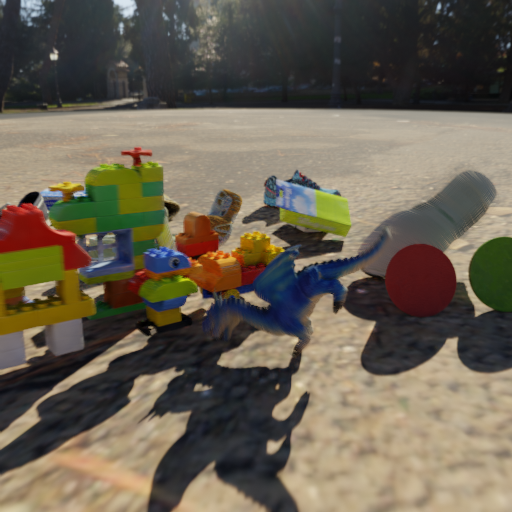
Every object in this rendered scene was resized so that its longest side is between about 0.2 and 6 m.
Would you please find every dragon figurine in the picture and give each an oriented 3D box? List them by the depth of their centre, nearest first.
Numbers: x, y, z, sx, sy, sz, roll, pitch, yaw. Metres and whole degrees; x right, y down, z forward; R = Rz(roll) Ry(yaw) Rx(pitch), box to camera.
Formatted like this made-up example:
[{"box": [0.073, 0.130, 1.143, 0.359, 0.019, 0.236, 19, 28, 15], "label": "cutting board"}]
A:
[{"box": [0.444, 0.344, 7.072, 1.310, 2.636, 0.776, 42, 14, 5], "label": "dragon figurine"}]

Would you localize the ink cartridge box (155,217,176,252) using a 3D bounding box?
[{"box": [-1.524, -0.171, 9.408, 0.214, 0.909, 0.899, -15, 4, -18], "label": "ink cartridge box"}]

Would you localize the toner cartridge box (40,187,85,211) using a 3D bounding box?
[{"box": [-4.283, -1.404, 14.328, 2.365, 0.510, 1.123, 1, 19, 2], "label": "toner cartridge box"}]

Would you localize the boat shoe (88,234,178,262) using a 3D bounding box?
[{"box": [-2.172, -0.185, 10.555, 2.010, 0.623, 0.724, -14, 23, -35], "label": "boat shoe"}]

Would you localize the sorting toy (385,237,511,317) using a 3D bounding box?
[{"box": [3.513, 0.332, 8.936, 3.296, 1.143, 1.135, -4, -4, -6], "label": "sorting toy"}]

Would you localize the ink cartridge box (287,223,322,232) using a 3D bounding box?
[{"box": [1.198, -0.866, 12.860, 0.718, 0.413, 0.984, -5, 19, -25], "label": "ink cartridge box"}]

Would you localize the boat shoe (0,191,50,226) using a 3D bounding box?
[{"box": [-5.324, -0.756, 11.908, 0.967, 0.834, 2.661, 4, 19, 11], "label": "boat shoe"}]

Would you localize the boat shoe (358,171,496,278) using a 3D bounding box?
[{"box": [3.070, -0.412, 10.223, 2.963, 1.002, 1.064, -32, 72, -16], "label": "boat shoe"}]

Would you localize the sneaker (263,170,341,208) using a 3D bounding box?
[{"box": [1.206, -1.736, 14.585, 2.042, 0.976, 0.810, 0, 19, 0], "label": "sneaker"}]

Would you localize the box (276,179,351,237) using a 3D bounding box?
[{"box": [1.174, -1.029, 12.081, 1.686, 0.402, 1.028, 14, 41, -10], "label": "box"}]

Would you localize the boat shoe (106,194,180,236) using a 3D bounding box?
[{"box": [-2.475, -0.982, 12.559, 1.049, 0.987, 2.754, 16, 22, 10], "label": "boat shoe"}]

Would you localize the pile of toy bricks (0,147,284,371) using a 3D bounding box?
[{"box": [-1.805, -0.357, 7.967, 4.688, 2.314, 2.601, -11, 19, -37], "label": "pile of toy bricks"}]

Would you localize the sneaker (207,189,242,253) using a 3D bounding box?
[{"box": [-0.840, -0.505, 11.581, 0.741, 0.859, 1.960, 28, 45, 3], "label": "sneaker"}]
